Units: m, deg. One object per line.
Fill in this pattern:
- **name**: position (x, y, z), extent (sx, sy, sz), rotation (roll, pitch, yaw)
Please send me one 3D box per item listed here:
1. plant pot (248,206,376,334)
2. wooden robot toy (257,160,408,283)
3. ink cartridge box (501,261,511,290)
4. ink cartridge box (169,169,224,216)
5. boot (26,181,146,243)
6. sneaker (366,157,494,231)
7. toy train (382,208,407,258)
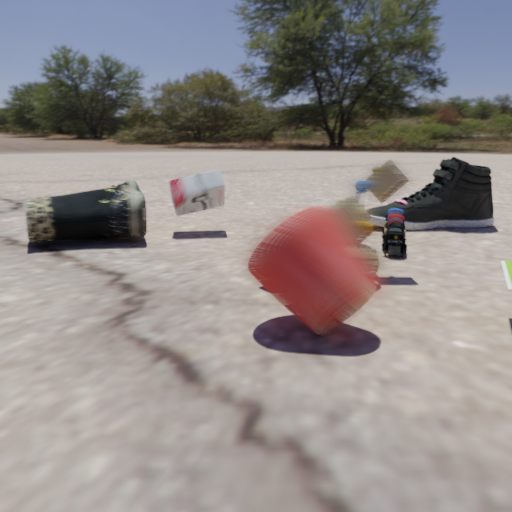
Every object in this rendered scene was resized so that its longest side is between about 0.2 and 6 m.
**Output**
- **plant pot**: position (0.575, 0.172, 5.251), extent (1.004, 1.004, 0.889), rotation (-14, 58, -46)
- **wooden robot toy**: position (1.161, -0.110, 7.052), extent (2.326, 1.055, 1.025), rotation (-41, -4, -20)
- **ink cartridge box**: position (3.094, 0.474, 5.027), extent (1.636, 0.620, 1.209), rotation (3, 14, 20)
- **ink cartridge box**: position (-1.063, -1.151, 10.257), extent (0.951, 0.396, 0.690), rotation (-15, -24, -10)
- **boot**: position (-3.048, -0.819, 10.014), extent (1.935, 0.925, 2.562), rotation (-5, 14, -18)
- **sneaker**: position (3.341, -1.228, 10.873), extent (2.733, 1.355, 0.966), rotation (-3, 15, -9)
- **toy train**: position (2.282, -0.439, 9.271), extent (0.383, 0.515, 2.247), rotation (3, 13, 12)
